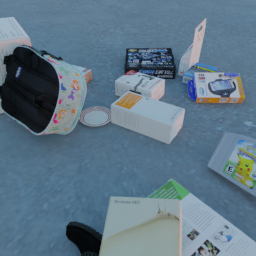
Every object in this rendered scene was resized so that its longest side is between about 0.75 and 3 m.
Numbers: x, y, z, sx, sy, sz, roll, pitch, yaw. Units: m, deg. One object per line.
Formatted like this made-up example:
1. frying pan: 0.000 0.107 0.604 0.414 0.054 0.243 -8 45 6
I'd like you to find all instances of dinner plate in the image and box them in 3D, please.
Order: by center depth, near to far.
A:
1. dinner plate: -1.191 -0.409 10.479 1.266 0.153 1.266 0 37 0

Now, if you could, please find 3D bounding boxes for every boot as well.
1. boot: -0.971 2.780 5.951 1.579 0.594 1.180 20 42 24

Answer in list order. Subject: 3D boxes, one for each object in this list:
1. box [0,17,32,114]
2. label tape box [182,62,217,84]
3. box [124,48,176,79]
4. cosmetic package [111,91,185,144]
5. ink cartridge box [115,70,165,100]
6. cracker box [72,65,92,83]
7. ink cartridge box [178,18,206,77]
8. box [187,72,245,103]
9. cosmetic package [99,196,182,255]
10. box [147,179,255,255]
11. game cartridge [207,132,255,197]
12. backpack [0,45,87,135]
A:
1. box: -4.861 -2.529 11.041 1.844 2.822 2.807 -17 41 -24
2. label tape box: 3.281 -2.391 12.777 1.074 0.471 1.489 24 44 26
3. box: 1.056 -3.240 13.804 2.416 0.600 2.398 0 37 1
4. cosmetic package: 0.674 -0.426 9.936 2.344 0.835 1.189 21 42 23
5. ink cartridge box: 0.509 -1.692 11.669 1.728 0.716 1.268 20 41 25
6. cracker box: -2.724 -2.369 12.713 1.844 0.532 1.235 17 41 23
7. ink cartridge box: 2.988 -3.791 13.112 0.576 2.297 1.863 17 41 22
8. box: 3.571 -1.669 11.517 2.163 0.449 1.287 1 62 -1
9. cosmetic package: 0.216 2.767 4.997 1.478 1.044 2.856 -2 50 12
10. box: 1.350 2.615 6.251 2.138 0.538 2.962 -28 47 -31
11. game cartridge: 3.287 0.973 7.655 1.995 1.330 0.404 33 11 39
12. backpack: -2.685 -1.141 9.368 2.949 2.618 2.220 32 18 38
